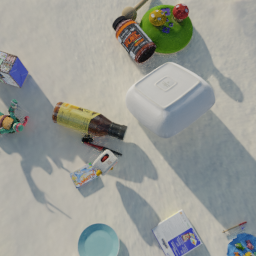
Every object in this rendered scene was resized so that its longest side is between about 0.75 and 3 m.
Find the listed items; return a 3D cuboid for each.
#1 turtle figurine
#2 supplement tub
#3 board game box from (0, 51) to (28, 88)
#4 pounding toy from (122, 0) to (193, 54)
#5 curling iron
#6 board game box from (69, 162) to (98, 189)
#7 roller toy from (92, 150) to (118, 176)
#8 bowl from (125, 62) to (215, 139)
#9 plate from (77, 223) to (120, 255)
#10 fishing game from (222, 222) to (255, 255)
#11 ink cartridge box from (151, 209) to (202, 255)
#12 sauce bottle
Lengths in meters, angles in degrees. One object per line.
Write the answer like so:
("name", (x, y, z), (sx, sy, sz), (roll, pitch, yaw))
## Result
("turtle figurine", (-4.177, -0.217, 9.344), (1.929, 0.971, 1.444), (14, 63, 19))
("supplement tub", (0.163, -3.272, 10.228), (0.932, 0.932, 1.743), (-37, 77, -10))
("board game box", (-4.442, -2.127, 9.774), (1.449, 1.155, 0.702), (18, 74, 5))
("pounding toy", (1.238, -4.126, 10.301), (2.060, 1.238, 2.669), (-44, 79, -11))
("curling iron", (-0.892, 0.620, 9.494), (1.514, 0.194, 0.375), (24, 75, 7))
("board game box", (-1.458, 1.569, 9.251), (0.801, 0.138, 0.542), (-29, 76, -8))
("roller toy", (-0.687, 1.102, 8.726), (0.559, 0.800, 0.730), (43, 112, 6))
("bowl", (1.284, -1.134, 9.130), (2.462, 0.920, 2.465), (-35, 50, -13))
("plate", (-0.907, 3.608, 8.644), (1.310, 0.167, 1.310), (0, 73, 0))
("fishing game", (3.616, 3.842, 8.551), (1.235, 0.268, 1.725), (-18, 75, -8))
("ink cartridge box", (1.492, 3.347, 8.690), (1.178, 0.277, 1.164), (-28, 78, -6))
("sauce bottle", (-1.260, -0.189, 9.437), (2.498, 0.825, 0.825), (18, 75, 2))
